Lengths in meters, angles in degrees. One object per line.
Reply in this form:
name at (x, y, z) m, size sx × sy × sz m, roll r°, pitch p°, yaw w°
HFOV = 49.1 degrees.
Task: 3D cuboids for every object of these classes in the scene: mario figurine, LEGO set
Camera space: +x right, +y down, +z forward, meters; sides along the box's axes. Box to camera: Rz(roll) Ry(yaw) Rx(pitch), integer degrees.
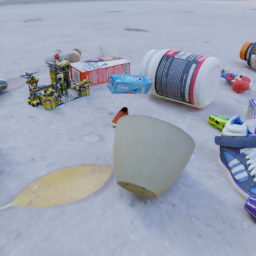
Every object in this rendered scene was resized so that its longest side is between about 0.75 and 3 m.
mario figurine at (4.884, -2.231, 12.432) m, size 1.099 × 0.944 × 1.781 m, roll -7°, pitch 30°, yaw -7°
LEGO set at (-2.885, -1.967, 11.391) m, size 2.645 × 1.533 × 2.034 m, roll -24°, pitch 38°, yaw -34°

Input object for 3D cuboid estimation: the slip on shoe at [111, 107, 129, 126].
slip on shoe at (-0.278, -0.403, 9.940) m, size 0.428 × 0.354 × 1.156 m, roll 13°, pitch 35°, yaw 18°

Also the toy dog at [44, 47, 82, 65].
toy dog at (-3.287, -3.561, 14.914) m, size 2.098 × 1.010 × 1.384 m, roll 3°, pitch 36°, yaw 31°

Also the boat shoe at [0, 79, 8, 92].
boat shoe at (-5.703, -1.321, 11.347) m, size 0.745 × 0.879 × 2.413 m, roll 49°, pitch 30°, yaw -4°

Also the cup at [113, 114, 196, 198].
cup at (0.437, 0.802, 6.664) m, size 2.006 × 2.006 × 1.435 m, roll 13°, pitch 65°, yaw 20°

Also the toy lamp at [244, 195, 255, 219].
toy lamp at (3.392, 2.022, 5.700) m, size 2.001 × 0.582 × 0.582 m, roll 27°, pitch 40°, yaw 35°

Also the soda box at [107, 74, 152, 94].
soda box at (0.067, -1.386, 8.909) m, size 1.365 × 0.463 × 0.438 m, roll -4°, pitch 45°, yaw -32°

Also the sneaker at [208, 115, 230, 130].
sneaker at (3.294, -0.147, 9.364) m, size 0.564 × 0.500 × 1.350 m, roll -20°, pitch 36°, yaw -23°

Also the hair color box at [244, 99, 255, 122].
hair color box at (4.875, -0.128, 8.532) m, size 2.397 × 1.310 × 0.777 m, roll 2°, pitch 32°, yaw 5°

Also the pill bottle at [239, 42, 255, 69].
pill bottle at (7.102, -3.592, 14.146) m, size 1.484 × 1.484 × 2.793 m, roll -20°, pitch 37°, yaw -30°

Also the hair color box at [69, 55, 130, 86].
hair color box at (-1.330, -2.775, 13.453) m, size 2.573 × 0.823 × 1.427 m, roll -19°, pitch 35°, yaw -30°

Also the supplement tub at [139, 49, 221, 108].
supplement tub at (2.034, -2.025, 11.073) m, size 2.764 × 1.939 × 1.939 m, roll 21°, pitch 37°, yaw 30°

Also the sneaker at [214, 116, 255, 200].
sneaker at (3.044, 0.668, 6.846) m, size 0.923 × 1.677 × 2.291 m, roll -8°, pitch 32°, yaw -13°
